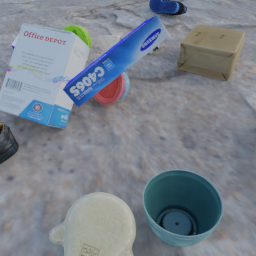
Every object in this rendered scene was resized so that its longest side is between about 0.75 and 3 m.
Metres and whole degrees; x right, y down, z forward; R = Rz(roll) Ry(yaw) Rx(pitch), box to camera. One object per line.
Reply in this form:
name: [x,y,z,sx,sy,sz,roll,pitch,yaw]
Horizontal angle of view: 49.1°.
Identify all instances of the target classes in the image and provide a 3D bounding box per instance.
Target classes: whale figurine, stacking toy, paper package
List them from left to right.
whale figurine: [-0.642,2.171,4.984,1.577,1.029,1.982,19,66,2]
stacking toy: [-1.037,-2.001,8.841,2.509,2.272,1.060,17,26,19]
paper package: [3.180,-2.975,10.726,2.082,1.130,2.184,17,44,19]

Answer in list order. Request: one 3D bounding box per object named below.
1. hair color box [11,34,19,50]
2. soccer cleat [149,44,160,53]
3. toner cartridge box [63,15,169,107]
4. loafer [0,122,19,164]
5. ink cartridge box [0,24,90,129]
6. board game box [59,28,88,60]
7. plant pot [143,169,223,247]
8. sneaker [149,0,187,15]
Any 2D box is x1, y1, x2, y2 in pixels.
hair color box: [-3.149,-2.908,10.372,1.898,0.615,1.038,25,70,2]
soccer cleat: [1.183,-3.544,11.955,0.520,0.464,1.340,29,55,23]
toner cartridge box: [-0.234,-1.140,4.781,1.857,0.401,0.882,-37,19,6]
loafer: [-3.713,0.738,6.571,0.865,0.859,2.376,20,45,21]
ink cartridge box: [-2.357,-1.439,7.894,1.814,2.509,1.062,17,-1,18]
board game box: [-3.111,-3.476,11.783,2.467,0.509,2.473,-10,41,-11]
plant pot: [0.983,1.661,5.410,1.449,0.971,1.449,0,41,0]
sneaker: [2.162,-6.616,15.353,0.931,0.838,2.389,-4,31,-38]
